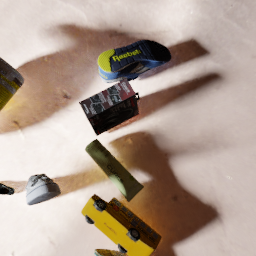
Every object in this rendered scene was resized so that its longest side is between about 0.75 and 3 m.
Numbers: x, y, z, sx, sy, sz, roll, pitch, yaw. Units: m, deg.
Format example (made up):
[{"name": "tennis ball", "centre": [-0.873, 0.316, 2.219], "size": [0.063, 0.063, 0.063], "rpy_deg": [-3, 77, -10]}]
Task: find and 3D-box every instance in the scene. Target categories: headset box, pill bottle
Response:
[{"name": "headset box", "centre": [-0.428, -0.608, 8.240], "size": [1.685, 1.254, 0.651], "rpy_deg": [-26, 65, -6]}, {"name": "pill bottle", "centre": [-4.433, -0.875, 8.247], "size": [1.446, 1.446, 2.646], "rpy_deg": [34, 78, 8]}]

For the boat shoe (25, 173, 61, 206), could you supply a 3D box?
[{"name": "boat shoe", "centre": [-2.328, 1.550, 7.256], "size": [0.833, 2.265, 0.740], "rpy_deg": [-10, 76, -31]}]

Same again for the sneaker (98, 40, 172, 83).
[{"name": "sneaker", "centre": [0.186, -2.041, 8.797], "size": [2.472, 1.016, 0.914], "rpy_deg": [-16, 66, -18]}]

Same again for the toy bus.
[{"name": "toy bus", "centre": [-0.197, 2.637, 7.634], "size": [2.157, 0.844, 0.702], "rpy_deg": [38, 118, 10]}]

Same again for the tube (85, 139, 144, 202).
[{"name": "tube", "centre": [-0.413, 1.168, 8.067], "size": [0.577, 0.516, 1.989], "rpy_deg": [-42, 80, -3]}]

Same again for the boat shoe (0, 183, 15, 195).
[{"name": "boat shoe", "centre": [-3.758, 1.785, 8.192], "size": [0.860, 0.291, 0.309], "rpy_deg": [11, 87, 9]}]

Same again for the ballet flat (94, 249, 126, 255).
[{"name": "ballet flat", "centre": [-0.131, 3.696, 7.541], "size": [1.754, 0.620, 0.620], "rpy_deg": [44, 80, -3]}]
